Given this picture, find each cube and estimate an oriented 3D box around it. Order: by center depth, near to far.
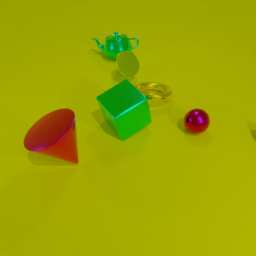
[{"bbox_3d":[-0.095,-0.497,7.738,1.034,1.034,1.034,-33,53,-11],"label":"cube"}]

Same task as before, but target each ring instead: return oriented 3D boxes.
[{"bbox_3d":[0.795,-1.157,8.830,1.298,0.260,1.298,4,27,-2],"label":"ring"}]

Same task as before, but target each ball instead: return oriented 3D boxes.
[{"bbox_3d":[1.915,-0.192,7.802,0.721,0.721,0.721,0,46,0],"label":"ball"}]

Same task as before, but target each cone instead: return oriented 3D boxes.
[{"bbox_3d":[-1.521,0.464,6.715,1.336,1.341,1.336,-18,38,15],"label":"cone"},{"bbox_3d":[-0.198,-2.070,9.655,0.874,0.878,0.874,5,80,-28],"label":"cone"}]

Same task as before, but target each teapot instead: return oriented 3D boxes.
[{"bbox_3d":[-0.468,-3.161,10.518,1.797,0.880,1.117,0,35,10],"label":"teapot"}]
